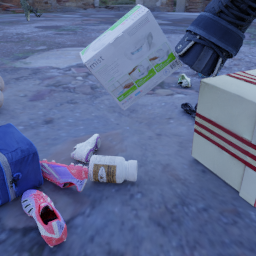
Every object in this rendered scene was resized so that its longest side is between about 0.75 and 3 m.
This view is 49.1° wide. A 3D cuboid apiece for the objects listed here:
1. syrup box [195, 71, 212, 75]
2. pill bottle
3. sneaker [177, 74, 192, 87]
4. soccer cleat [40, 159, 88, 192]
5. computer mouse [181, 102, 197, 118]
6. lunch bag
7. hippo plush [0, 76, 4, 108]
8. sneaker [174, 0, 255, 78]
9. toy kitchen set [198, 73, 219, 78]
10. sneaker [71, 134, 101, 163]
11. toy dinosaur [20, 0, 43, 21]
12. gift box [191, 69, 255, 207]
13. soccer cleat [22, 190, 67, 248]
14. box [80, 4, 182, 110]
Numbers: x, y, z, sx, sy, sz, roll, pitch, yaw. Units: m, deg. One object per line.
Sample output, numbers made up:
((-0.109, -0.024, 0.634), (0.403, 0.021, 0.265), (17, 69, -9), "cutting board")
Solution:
((4.023, -3.476, 14.061), (0.974, 0.942, 2.392), (10, 29, 18), "syrup box")
((-0.303, 0.886, 5.980), (0.981, 0.561, 0.561), (3, 27, 6), "pill bottle")
((2.270, -1.995, 11.838), (0.473, 0.411, 1.068), (-14, 27, -10), "sneaker")
((-1.488, 0.996, 5.926), (1.446, 0.482, 0.553), (1, 69, 26), "soccer cleat")
((2.673, -0.674, 9.268), (1.635, 0.431, 1.132), (-22, 34, -15), "computer mouse")
((-2.544, 0.747, 5.628), (1.101, 1.131, 1.665), (-24, 37, -37), "lunch bag")
((-5.477, -1.075, 9.055), (2.013, 1.994, 2.504), (-24, 6, 19), "hippo plush")
((1.751, -1.763, 4.476), (1.046, 1.989, 2.752), (34, 8, -5), "sneaker")
((3.630, -2.604, 12.624), (0.890, 0.713, 0.525), (13, 29, 24), "toy kitchen set")
((-1.038, 0.440, 7.016), (0.550, 0.413, 1.104), (8, 28, 15), "sneaker")
((-2.088, -2.526, 5.981), (0.418, 0.225, 0.949), (7, 52, -48), "toy dinosaur")
((2.837, -0.051, 5.797), (2.319, 2.513, 2.346), (-18, 33, -22), "gift box")
((-1.497, 1.425, 4.921), (0.496, 0.569, 1.488), (-18, 32, -30), "soccer cleat")
((0.059, -1.354, 5.514), (1.507, 1.330, 0.729), (-38, 34, 8), "box")
